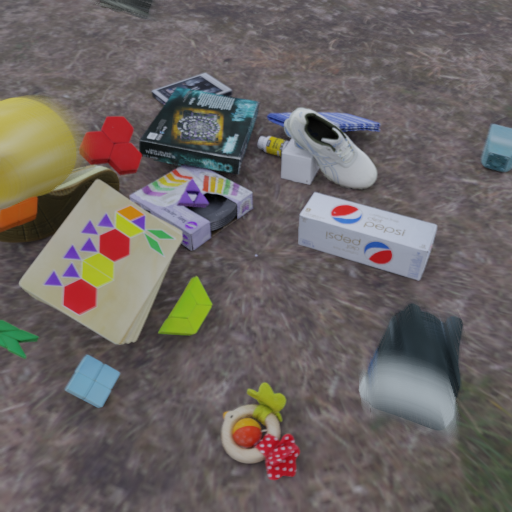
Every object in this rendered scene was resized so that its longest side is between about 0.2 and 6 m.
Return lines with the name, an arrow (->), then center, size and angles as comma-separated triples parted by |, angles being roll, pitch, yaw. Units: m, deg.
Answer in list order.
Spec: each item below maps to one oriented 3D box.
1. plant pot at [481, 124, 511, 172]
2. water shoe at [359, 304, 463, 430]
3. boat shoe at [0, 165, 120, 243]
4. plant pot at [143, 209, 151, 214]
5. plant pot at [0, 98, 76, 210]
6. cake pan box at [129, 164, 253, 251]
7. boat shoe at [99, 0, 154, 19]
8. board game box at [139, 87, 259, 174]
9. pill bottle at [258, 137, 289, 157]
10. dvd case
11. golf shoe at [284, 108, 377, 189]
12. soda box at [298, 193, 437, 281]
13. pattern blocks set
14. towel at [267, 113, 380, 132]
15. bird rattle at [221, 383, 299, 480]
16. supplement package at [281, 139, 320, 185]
plant pot -> 5.643, -2.398, 12.930 | 0.803, 0.801, 0.818 | 21, 57, 21
water shoe -> 1.738, 1.178, 5.953 | 0.993, 2.777, 1.096 | 19, 81, 12
boat shoe -> -4.222, -1.157, 11.471 | 2.858, 1.042, 0.899 | -33, 43, -31
plant pot -> -2.428, -0.209, 10.339 | 1.136, 1.278, 1.281 | -8, 44, -22
plant pot -> -2.927, -1.137, 6.680 | 1.191, 1.191, 1.120 | 5, 34, 5
cake pan box -> -1.321, -1.094, 11.714 | 1.985, 0.519, 1.828 | 32, 53, 30
boat shoe -> -2.465, -4.505, 9.495 | 0.713, 0.642, 2.016 | -14, 39, -43
board game box -> -1.226, -3.071, 13.356 | 2.244, 0.467, 3.318 | 11, 37, 1
pill bottle -> 0.420, -2.630, 13.405 | 0.721, 0.401, 0.401 | 18, 47, 19
dvd case -> -1.780, -4.491, 15.478 | 1.792, 0.222, 1.347 | -28, 50, -26
golf shoe -> 1.674, -2.216, 11.875 | 2.401, 0.940, 1.167 | 34, -1, -13
soda box -> 2.095, -0.404, 10.790 | 2.478, 0.789, 0.844 | 18, 47, 18
pattern blocks set -> -2.388, 0.044, 9.140 | 3.723, 0.343, 4.236 | 42, 60, -10
towel -> 1.618, -3.228, 13.627 | 2.332, 0.278, 1.689 | -7, 26, -25
bird rattle -> 0.044, 2.556, 7.983 | 1.062, 0.734, 1.302 | -13, 57, 4
supplement package -> 1.105, -2.299, 12.831 | 0.720, 0.711, 1.187 | 15, 46, 16
